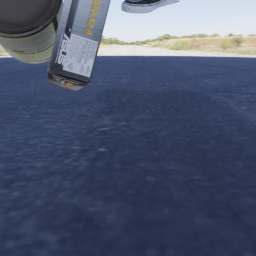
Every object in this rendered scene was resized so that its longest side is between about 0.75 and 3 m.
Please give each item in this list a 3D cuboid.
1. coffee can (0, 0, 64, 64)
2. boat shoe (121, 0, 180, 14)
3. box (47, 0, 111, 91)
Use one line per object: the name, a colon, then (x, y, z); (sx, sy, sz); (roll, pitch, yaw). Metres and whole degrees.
coffee can: (-2.531, -2.814, 6.769); (2.013, 2.013, 2.750); (-3, 2, -10)
boat shoe: (0.724, -3.868, 8.022); (2.242, 0.766, 0.828); (-25, 48, -27)
box: (-0.784, -2.010, 4.820); (0.638, 2.640, 2.091); (14, 0, -16)
